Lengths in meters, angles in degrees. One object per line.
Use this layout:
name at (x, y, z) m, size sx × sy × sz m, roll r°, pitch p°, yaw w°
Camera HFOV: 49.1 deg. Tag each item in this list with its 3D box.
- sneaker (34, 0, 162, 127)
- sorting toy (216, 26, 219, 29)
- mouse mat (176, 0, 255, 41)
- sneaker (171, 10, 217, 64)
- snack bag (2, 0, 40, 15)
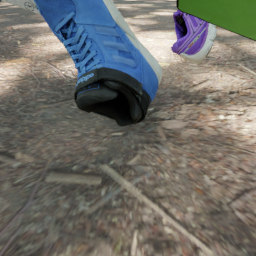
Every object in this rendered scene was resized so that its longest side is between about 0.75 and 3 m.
sneaker at (-0.476, -0.920, 3.607) m, size 0.851 × 2.216 × 1.233 m, roll -21°, pitch 37°, yaw 41°
sorting toy at (2.425, -3.375, 8.976) m, size 0.980 × 1.089 × 0.582 m, roll 40°, pitch 49°, yaw 18°
mouse mat at (0.747, -0.780, 1.791) m, size 0.928 × 0.035 × 0.747 m, roll 24°, pitch -1°, yaw 8°
sneaker at (1.818, -3.126, 7.463) m, size 1.169 × 1.130 × 2.803 m, roll 18°, pitch 72°, yaw -8°
snack bag at (-2.334, -3.214, 6.319) m, size 1.420 × 1.339 × 0.152 m, roll 19°, pitch 62°, yaw -9°
